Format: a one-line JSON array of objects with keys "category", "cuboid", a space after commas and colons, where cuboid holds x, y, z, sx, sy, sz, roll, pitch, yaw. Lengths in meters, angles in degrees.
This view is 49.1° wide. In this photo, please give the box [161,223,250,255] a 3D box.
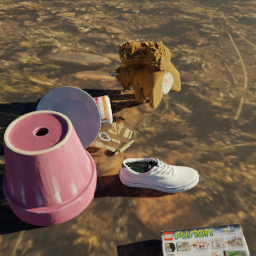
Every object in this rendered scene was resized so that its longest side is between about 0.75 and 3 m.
[{"category": "box", "cuboid": [1.446, 2.344, 5.328, 1.561, 0.271, 0.859, -8, 44, 7]}]

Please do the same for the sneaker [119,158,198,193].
[{"category": "sneaker", "cuboid": [0.738, 1.084, 6.650, 1.904, 0.674, 0.695, 0, 45, 2]}]

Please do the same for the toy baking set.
[{"category": "toy baking set", "cuboid": [-0.355, 0.315, 7.610, 1.022, 0.119, 0.785, -41, 92, -14]}]

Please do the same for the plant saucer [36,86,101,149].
[{"category": "plant saucer", "cuboid": [-1.586, -0.220, 7.565, 1.791, 1.791, 0.345, 4, 7, 4]}]

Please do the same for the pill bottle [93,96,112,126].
[{"category": "pill bottle", "cuboid": [-1.266, -0.422, 8.222, 1.494, 0.853, 0.853, -9, 42, -8]}]

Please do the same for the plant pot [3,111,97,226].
[{"category": "plant pot", "cuboid": [-1.789, 0.741, 6.168, 2.090, 1.871, 2.090, 0, 41, 0]}]

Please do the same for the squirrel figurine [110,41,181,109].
[{"category": "squirrel figurine", "cuboid": [0.402, -1.886, 8.964, 2.001, 2.144, 1.517, 24, 53, 36]}]
